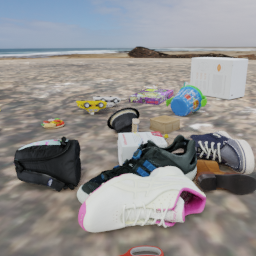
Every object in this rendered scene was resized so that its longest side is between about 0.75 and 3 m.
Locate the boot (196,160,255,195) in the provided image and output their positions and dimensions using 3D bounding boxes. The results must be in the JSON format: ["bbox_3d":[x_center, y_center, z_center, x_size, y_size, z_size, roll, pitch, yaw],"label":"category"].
[{"bbox_3d":[1.955,0.987,5.884,1.157,0.421,1.229,-6,9,6],"label":"boot"}]

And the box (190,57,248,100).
[{"bbox_3d":[4.697,-2.681,14.728,1.362,1.950,2.562,-13,21,-35],"label":"box"}]

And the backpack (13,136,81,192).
[{"bbox_3d":[-1.621,0.718,5.710,1.277,1.065,0.808,-1,-3,6],"label":"backpack"}]

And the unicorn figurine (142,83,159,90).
[{"bbox_3d":[1.262,-2.274,16.193,0.757,0.407,1.102,14,35,11],"label":"unicorn figurine"}]

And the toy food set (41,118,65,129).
[{"bbox_3d":[-2.565,-0.150,9.595,0.779,0.189,0.771,-14,22,-36],"label":"toy food set"}]

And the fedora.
[{"bbox_3d":[-0.086,-0.153,8.808,1.095,1.095,0.500,-8,51,-23],"label":"fedora"}]

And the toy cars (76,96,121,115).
[{"bbox_3d":[-1.189,-0.955,11.685,1.097,0.542,2.448,11,17,22],"label":"toy cars"}]

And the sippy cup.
[{"bbox_3d":[2.251,-1.000,11.031,1.073,1.149,1.464,-34,-7,-44],"label":"sippy cup"}]

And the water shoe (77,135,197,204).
[{"bbox_3d":[0.220,0.723,5.378,2.602,1.027,0.930,-11,20,-32],"label":"water shoe"}]

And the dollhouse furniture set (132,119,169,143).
[{"bbox_3d":[0.631,0.060,8.141,1.007,0.657,0.951,0,18,-1],"label":"dollhouse furniture set"}]

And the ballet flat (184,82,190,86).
[{"bbox_3d":[3.632,-2.591,17.096,0.464,0.464,1.337,3,14,10],"label":"ballet flat"}]

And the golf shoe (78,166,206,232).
[{"bbox_3d":[0.309,1.179,4.397,2.142,0.807,0.980,-12,24,-31],"label":"golf shoe"}]

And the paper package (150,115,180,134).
[{"bbox_3d":[1.201,-0.129,9.198,0.753,0.390,0.718,-15,23,-39],"label":"paper package"}]

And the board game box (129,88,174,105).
[{"bbox_3d":[1.234,-1.624,14.097,1.508,0.406,2.513,4,17,26],"label":"board game box"}]

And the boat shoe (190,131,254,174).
[{"bbox_3d":[2.071,0.569,6.539,0.960,0.773,2.071,-4,9,0],"label":"boat shoe"}]

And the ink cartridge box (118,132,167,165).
[{"bbox_3d":[0.297,0.552,6.368,1.008,0.729,0.733,-2,23,-8],"label":"ink cartridge box"}]

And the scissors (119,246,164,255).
[{"bbox_3d":[-0.221,1.761,3.685,1.413,0.098,0.517,-1,20,0],"label":"scissors"}]
